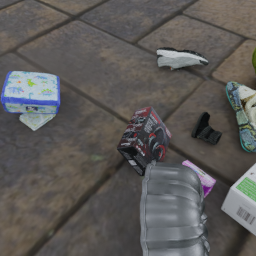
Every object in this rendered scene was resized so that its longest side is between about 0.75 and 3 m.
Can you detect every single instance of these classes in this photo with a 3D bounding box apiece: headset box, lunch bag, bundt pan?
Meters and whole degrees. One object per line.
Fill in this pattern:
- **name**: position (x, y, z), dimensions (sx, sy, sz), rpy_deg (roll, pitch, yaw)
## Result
- **headset box**: position (0.485, 0.281, 7.157), dimensions (0.572, 1.134, 1.526), rpy_deg (-12, 38, 39)
- **lunch bag**: position (-2.639, -0.934, 7.786), dimensions (1.454, 1.089, 1.710), rpy_deg (1, 17, -17)
- **bundt pan**: position (0.957, 1.740, 5.061), dimensions (0.895, 2.385, 2.385), rpy_deg (-8, 48, 17)

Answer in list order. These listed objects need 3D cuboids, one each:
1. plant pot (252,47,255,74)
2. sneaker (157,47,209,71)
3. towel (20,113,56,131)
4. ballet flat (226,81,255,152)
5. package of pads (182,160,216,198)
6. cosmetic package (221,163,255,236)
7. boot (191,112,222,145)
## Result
- **plant pot**: position (4.880, -1.308, 8.030), dimensions (2.356, 2.356, 2.268), rpy_deg (8, 60, 7)
- **sneaker**: position (1.893, -2.357, 9.790), dimensions (1.851, 0.734, 0.684), rpy_deg (7, 25, -1)
- **towel**: position (-2.705, -0.341, 8.369), dimensions (0.716, 0.201, 0.836), rpy_deg (34, 57, 23)
- **ballet flat**: position (3.499, -0.533, 7.959), dimensions (0.946, 0.946, 2.549), rpy_deg (-2, 56, -2)
- **package of pads**: position (1.617, 1.243, 6.786), dimensions (0.874, 0.527, 0.331), rpy_deg (36, 38, 27)
- **cosmetic package**: position (3.152, 1.384, 6.306), dimensions (1.980, 0.840, 1.065), rpy_deg (-31, 51, -32)
- **boot**: position (2.308, 0.010, 7.875), dimensions (0.747, 0.376, 0.999), rpy_deg (16, 60, 30)
